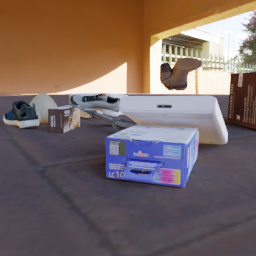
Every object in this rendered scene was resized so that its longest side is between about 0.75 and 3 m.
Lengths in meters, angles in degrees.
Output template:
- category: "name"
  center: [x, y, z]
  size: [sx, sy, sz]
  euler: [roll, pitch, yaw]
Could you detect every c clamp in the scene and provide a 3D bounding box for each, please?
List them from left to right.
- category: "c clamp"
  center: [-0.615, -0.268, 9.879]
  size: [2.187, 0.347, 2.560]
  euler: [17, 2, -42]

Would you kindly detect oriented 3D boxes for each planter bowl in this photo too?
- category: "planter bowl"
  center: [-3.677, -0.724, 11.850]
  size: [1.310, 1.310, 0.882]
  euler: [8, 39, 43]

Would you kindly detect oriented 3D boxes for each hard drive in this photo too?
- category: "hard drive"
  center: [1.245, -0.102, 6.611]
  size: [1.902, 0.385, 2.883]
  euler: [2, -12, 24]

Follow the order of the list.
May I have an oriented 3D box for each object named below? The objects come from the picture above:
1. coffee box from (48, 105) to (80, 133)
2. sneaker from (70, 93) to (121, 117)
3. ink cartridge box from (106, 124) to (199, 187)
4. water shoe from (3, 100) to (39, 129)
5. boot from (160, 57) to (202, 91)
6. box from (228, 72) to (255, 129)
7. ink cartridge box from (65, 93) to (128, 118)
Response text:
- category: "coffee box"
  center: [-2.297, -0.357, 10.219]
  size: [0.591, 0.849, 1.484]
  euler: [2, 8, 12]
- category: "sneaker"
  center: [-1.415, -1.212, 12.574]
  size: [2.364, 0.937, 0.874]
  euler: [9, 43, -2]
- category: "ink cartridge box"
  center: [0.487, 0.451, 5.233]
  size: [1.415, 0.792, 2.074]
  euler: [3, 8, 20]
- category: "water shoe"
  center: [-4.258, -0.617, 11.243]
  size: [0.940, 1.038, 2.630]
  euler: [-8, 12, -42]
- category: "boot"
  center: [1.799, -1.732, 9.382]
  size: [1.585, 0.557, 1.159]
  euler: [5, -33, 31]
- category: "box"
  center: [5.466, -1.107, 10.872]
  size: [2.087, 2.109, 2.542]
  euler: [-1, 9, -7]
- category: "ink cartridge box"
  center: [-1.733, -1.311, 15.231]
  size: [2.673, 1.121, 2.347]
  euler: [-7, 13, -38]
